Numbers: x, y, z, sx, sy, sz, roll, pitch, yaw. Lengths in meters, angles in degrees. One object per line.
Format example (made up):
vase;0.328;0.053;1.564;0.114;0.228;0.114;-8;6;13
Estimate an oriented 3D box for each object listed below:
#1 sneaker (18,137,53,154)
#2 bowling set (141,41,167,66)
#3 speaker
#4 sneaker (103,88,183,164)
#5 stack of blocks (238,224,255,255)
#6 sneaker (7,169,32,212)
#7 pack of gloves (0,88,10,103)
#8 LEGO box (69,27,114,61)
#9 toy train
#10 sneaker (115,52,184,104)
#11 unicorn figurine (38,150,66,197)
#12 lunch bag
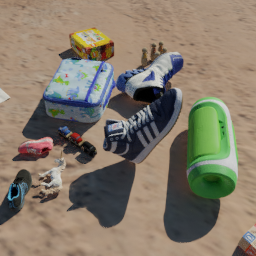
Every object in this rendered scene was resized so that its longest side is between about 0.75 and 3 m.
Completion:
sneaker;-2.633;0.573;7.981;1.000;0.368;0.434;-15;53;-10
bowling set;1.309;-3.005;11.423;1.023;0.789;1.470;29;51;27
speaker;2.216;0.406;7.543;1.254;1.254;2.836;7;44;7
sneaker;0.248;-0.130;7.002;1.325;2.442;0.856;20;33;-21
stack of blocks;3.189;2.344;6.092;1.400;0.410;0.806;-28;50;-26
sneaker;-2.693;1.453;6.975;0.436;0.488;1.190;-4;43;-3
pack of gloves;-5.286;-1.300;9.966;1.490;0.350;1.774;-30;52;-27
LEGO box;-1.575;-3.608;12.134;1.296;0.672;1.741;-24;48;-23
toy train;-1.528;0.342;8.225;1.590;0.364;0.271;29;50;27
sneaker;1.028;-1.571;9.868;2.604;1.052;1.504;-27;53;-17
unicorn figurine;-1.939;1.226;7.294;0.747;0.402;1.088;-15;66;-8
lunch bag;-1.553;-1.364;9.560;2.032;1.042;2.528;10;46;6
